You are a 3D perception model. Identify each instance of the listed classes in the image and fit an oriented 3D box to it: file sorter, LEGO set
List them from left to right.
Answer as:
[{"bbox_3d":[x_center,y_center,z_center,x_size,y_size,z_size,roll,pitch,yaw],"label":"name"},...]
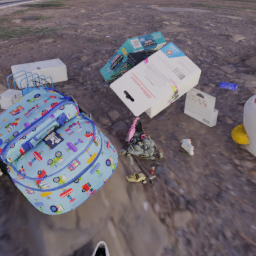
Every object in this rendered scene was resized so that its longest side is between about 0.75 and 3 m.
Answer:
[{"bbox_3d":[-4.332,-1.824,12.516,1.722,1.056,1.195,17,36,24],"label":"file sorter"},{"bbox_3d":[0.461,0.807,8.701,1.394,0.608,2.146,-6,32,-10],"label":"LEGO set"}]

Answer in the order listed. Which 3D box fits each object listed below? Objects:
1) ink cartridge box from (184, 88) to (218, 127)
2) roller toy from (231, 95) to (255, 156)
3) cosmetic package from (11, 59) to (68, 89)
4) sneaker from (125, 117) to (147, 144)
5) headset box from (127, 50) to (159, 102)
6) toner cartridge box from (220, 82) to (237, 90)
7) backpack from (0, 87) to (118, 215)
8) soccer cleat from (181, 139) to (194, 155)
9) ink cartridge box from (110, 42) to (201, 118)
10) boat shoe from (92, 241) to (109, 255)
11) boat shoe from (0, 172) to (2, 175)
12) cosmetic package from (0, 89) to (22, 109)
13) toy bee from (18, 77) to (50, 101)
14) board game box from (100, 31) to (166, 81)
[{"bbox_3d":[2.827,-0.887,10.812,0.314,1.250,1.441,-21,37,-30],"label":"ink cartridge box"},{"bbox_3d":[4.919,-0.013,8.892,2.579,1.802,2.352,-23,30,-20],"label":"roller toy"},{"bbox_3d":[-4.463,-2.790,14.217,2.457,0.910,1.249,-18,36,-24],"label":"cosmetic package"},{"bbox_3d":[0.371,0.151,9.979,0.674,0.558,1.414,25,35,-1],"label":"sneaker"},{"bbox_3d":[0.922,-2.405,12.427,1.804,2.073,0.961,-12,39,-17],"label":"headset box"},{"bbox_3d":[4.927,-2.057,13.721,0.774,0.167,0.367,17,35,24],"label":"toner cartridge box"},{"bbox_3d":[-1.886,0.548,7.178,2.722,2.006,2.982,-38,45,-20],"label":"backpack"},{"bbox_3d":[1.971,0.639,9.296,0.349,0.312,0.900,-4,25,2],"label":"soccer cleat"},{"bbox_3d":[0.963,-1.571,10.065,2.845,0.965,1.638,-36,70,-10],"label":"ink cartridge box"},{"bbox_3d":[-0.595,2.870,5.566,0.457,0.417,1.269,5,32,8],"label":"boat shoe"},{"bbox_3d":[-4.925,1.083,7.802,2.708,0.959,0.939,6,33,2],"label":"boat shoe"},{"bbox_3d":[-4.965,-1.207,11.923,0.621,0.621,0.753,10,34,14],"label":"cosmetic package"},{"bbox_3d":[-3.257,-0.876,9.961,1.393,2.128,1.157,9,76,10],"label":"toy bee"},{"bbox_3d":[0.203,-3.502,13.893,2.181,0.678,2.888,-26,-4,-35],"label":"board game box"}]
